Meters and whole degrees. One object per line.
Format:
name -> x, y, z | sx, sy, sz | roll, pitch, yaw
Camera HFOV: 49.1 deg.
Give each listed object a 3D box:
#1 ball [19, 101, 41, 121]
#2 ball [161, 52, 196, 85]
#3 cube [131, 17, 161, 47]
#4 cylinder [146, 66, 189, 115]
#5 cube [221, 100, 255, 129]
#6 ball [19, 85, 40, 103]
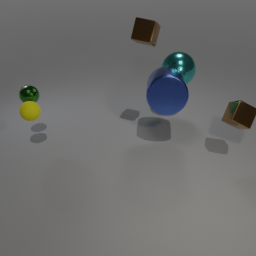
ball -> -3.399, -0.586, 9.724 | 0.700, 0.700, 0.700 | 0, 29, 0
ball -> 2.033, -2.372, 11.357 | 1.400, 1.400, 1.400 | 0, 29, 0
cube -> 0.589, -3.142, 9.195 | 0.700, 0.700, 0.700 | 18, 12, 16
cylinder -> 1.357, -1.334, 9.863 | 1.400, 1.400, 1.400 | 2, 24, 4
cube -> 3.602, -0.416, 9.062 | 0.700, 0.700, 0.700 | 25, -4, -8
ball -> -3.582, -1.202, 10.175 | 0.700, 0.700, 0.700 | 0, 29, 0
